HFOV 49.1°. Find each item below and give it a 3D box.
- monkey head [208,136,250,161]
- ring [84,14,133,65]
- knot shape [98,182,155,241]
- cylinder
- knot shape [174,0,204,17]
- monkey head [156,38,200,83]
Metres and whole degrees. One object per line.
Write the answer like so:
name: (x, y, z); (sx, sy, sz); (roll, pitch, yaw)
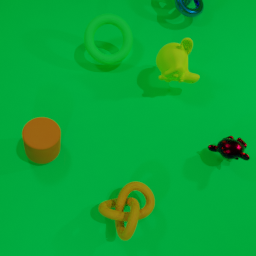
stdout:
monkey head: (2.568, 0.591, 6.987); (1.035, 0.745, 0.624); (15, 40, 37)
ring: (-0.552, -2.525, 7.997); (1.399, 0.280, 1.399); (-1, 101, -7)
knot shape: (0.042, 1.789, 6.403); (1.213, 0.599, 1.296); (-40, 36, -11)
cylinder: (-2.156, 0.325, 7.045); (0.888, 0.888, 0.888); (7, 58, -11)
knot shape: (1.905, -4.159, 8.628); (0.755, 1.635, 1.530); (1, 82, 25)
monkey head: (1.359, -1.726, 7.517); (1.186, 1.649, 0.994); (10, 81, -15)
